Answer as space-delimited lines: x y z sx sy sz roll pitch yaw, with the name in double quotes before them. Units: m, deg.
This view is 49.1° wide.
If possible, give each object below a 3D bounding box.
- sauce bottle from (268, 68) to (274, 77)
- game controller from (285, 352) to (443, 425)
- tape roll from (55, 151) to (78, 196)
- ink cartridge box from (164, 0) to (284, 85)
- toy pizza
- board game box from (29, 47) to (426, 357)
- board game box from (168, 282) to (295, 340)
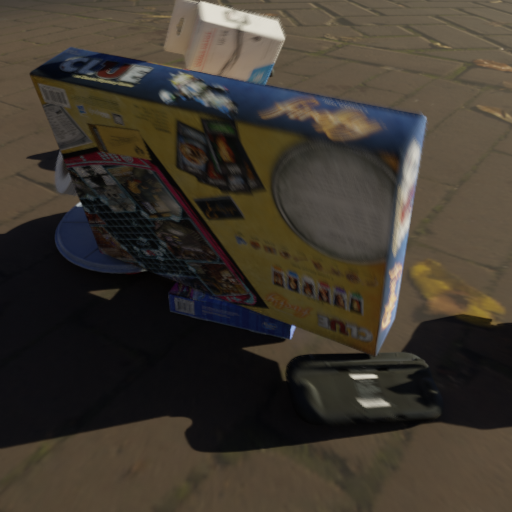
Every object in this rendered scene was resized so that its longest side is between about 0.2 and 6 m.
"sauce bottle" -0.115 -5.305 16.424 1.374 0.453 0.453 -21 40 -26
"game controller" 1.253 1.522 6.496 1.785 0.376 0.931 1 45 -10
"tape roll" -2.803 -1.439 8.770 0.355 1.015 1.015 10 25 -37
"ink cartridge box" -0.395 -2.496 6.638 1.252 0.725 0.417 4 51 -22
"toy pizza" -2.022 -0.413 9.357 2.534 0.401 2.534 0 37 0
"board game box" -0.402 -0.654 6.730 4.356 2.951 0.754 19 50 23
"board game box" -0.097 0.344 8.262 1.787 0.388 1.778 11 35 15
